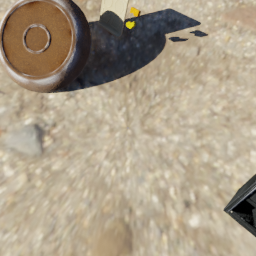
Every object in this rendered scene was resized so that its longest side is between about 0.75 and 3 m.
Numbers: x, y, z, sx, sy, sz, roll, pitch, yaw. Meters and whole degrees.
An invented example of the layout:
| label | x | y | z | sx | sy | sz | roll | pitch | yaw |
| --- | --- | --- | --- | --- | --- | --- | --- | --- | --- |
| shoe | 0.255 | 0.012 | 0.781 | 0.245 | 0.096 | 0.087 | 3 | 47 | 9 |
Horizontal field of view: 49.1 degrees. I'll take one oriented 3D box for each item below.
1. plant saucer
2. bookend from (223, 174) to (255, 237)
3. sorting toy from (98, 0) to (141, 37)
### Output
| label | x | y | z | sx | sy | sz | roll | pitch | yaw |
| --- | --- | --- | --- | --- | --- | --- | --- | --- | --- |
| plant saucer | -2.314 | -2.291 | 7.351 | 2.696 | 0.432 | 2.696 | 0 | 93 | 9 |
| bookend | 2.934 | 1.607 | 5.326 | 1.592 | 1.582 | 0.733 | 40 | 59 | 19 |
| sorting toy | -0.249 | -3.261 | 8.044 | 0.208 | 1.160 | 1.556 | -18 | 49 | -42 |
